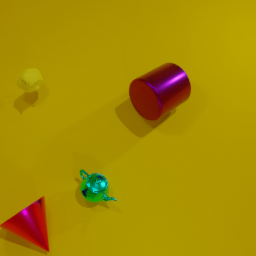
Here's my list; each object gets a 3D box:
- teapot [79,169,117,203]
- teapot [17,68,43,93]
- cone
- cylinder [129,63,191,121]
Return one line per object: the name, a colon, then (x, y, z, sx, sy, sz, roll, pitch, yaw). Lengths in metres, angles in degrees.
teapot: (-0.853, 1.623, 7.686, 1.328, 0.650, 0.826, 41, 47, 11)
teapot: (-2.895, -1.382, 8.354, 0.778, 1.251, 0.612, -43, 89, 1)
cone: (-2.380, 2.656, 7.221, 1.281, 1.281, 1.285, -33, 88, -12)
cylinder: (0.939, -1.080, 8.300, 1.337, 1.337, 1.337, -32, 71, -29)
